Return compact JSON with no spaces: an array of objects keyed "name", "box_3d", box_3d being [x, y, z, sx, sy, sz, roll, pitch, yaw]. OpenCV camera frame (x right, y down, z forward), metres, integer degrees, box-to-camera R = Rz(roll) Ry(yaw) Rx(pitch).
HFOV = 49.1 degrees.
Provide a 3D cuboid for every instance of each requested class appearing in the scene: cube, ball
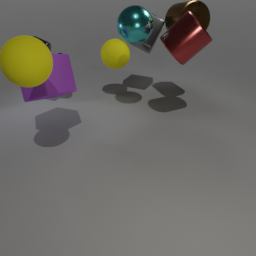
[{"name":"cube","box_3d":[0.780,-4.622,13.452,1.400,1.400,1.400,27,4,-2]},{"name":"ball","box_3d":[-0.601,-3.525,13.362,1.400,1.400,1.400,0,30,0]},{"name":"ball","box_3d":[-2.806,-1.833,7.768,1.400,1.400,1.400,0,30,0]},{"name":"cube","box_3d":[-2.949,-1.819,10.142,1.400,1.400,1.400,-8,8,36]},{"name":"ball","box_3d":[0.271,-3.960,10.775,1.400,1.400,1.400,0,30,0]}]

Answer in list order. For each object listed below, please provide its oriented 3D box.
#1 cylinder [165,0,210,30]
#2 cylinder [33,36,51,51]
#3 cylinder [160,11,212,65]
[{"name":"cylinder","box_3d":[2.479,-4.556,11.785,1.400,1.400,1.400,-10,22,-17]},{"name":"cylinder","box_3d":[-3.696,-3.374,11.703,0.700,0.700,0.700,25,34,4]},{"name":"cylinder","box_3d":[2.160,-3.332,10.460,1.400,1.400,1.400,-39,21,22]}]
